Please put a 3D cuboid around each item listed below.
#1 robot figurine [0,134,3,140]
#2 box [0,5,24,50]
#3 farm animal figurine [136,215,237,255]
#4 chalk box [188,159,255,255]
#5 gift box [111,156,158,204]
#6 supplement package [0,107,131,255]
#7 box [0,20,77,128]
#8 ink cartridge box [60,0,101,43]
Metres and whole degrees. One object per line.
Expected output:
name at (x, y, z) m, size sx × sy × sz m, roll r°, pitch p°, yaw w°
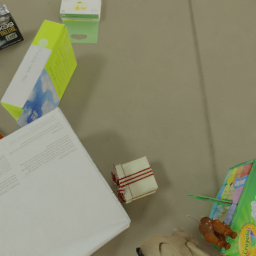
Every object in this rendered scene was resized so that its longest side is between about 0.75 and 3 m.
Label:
robot figurine at (-3.920, 0.218, 6.727) m, size 1.612 × 0.469 × 1.169 m, roll 23°, pitch 70°, yaw 8°
box at (-3.652, -2.555, 7.520) m, size 1.363 × 1.074 × 0.339 m, roll -29°, pitch 71°, yaw -12°
farm animal figurine at (0.911, 2.314, 4.576) m, size 1.667 × 2.065 × 1.038 m, roll -26°, pitch 33°, yaw -28°
chalk box at (2.564, 1.728, 5.300) m, size 2.804 × 1.744 × 1.736 m, roll 25°, pitch 80°, yaw 8°
gift box at (0.105, 1.117, 6.145) m, size 0.853 × 0.913 × 0.843 m, roll -19°, pitch 64°, yaw -6°
supplement package at (-1.607, 1.486, 5.457) m, size 2.405 × 1.850 × 2.515 m, roll -32°, pitch 71°, yaw -12°
box at (-2.029, -1.007, 6.624) m, size 0.608 × 1.556 × 2.552 m, roll 17°, pitch 69°, yaw 6°
ink cartridge box at (-1.404, -3.227, 8.187) m, size 1.136 × 0.374 × 1.561 m, roll 2°, pitch 66°, yaw 0°
